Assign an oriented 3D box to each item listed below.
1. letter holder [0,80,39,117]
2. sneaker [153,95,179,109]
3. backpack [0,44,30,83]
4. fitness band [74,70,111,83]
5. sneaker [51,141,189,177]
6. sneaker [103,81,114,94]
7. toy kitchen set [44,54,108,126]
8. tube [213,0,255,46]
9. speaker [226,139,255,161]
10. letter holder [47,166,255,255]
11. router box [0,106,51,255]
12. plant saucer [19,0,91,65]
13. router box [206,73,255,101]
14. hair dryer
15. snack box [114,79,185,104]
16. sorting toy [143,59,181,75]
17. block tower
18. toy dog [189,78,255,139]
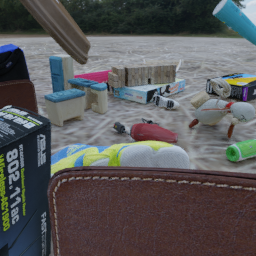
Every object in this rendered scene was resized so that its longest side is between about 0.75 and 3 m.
[{"bbox_3d":[-2.971,-0.018,5.401,1.202,1.699,2.391,9,24,21],"label":"letter holder"},{"bbox_3d":[1.264,-0.855,9.438,0.420,0.389,1.035,-2,21,-42],"label":"sneaker"},{"bbox_3d":[-4.907,-1.829,9.896,2.304,1.873,1.934,-26,34,-32],"label":"backpack"},{"bbox_3d":[-1.170,-2.071,11.456,2.671,0.500,1.919,-8,7,8],"label":"fitness band"},{"bbox_3d":[-0.302,0.567,4.918,2.571,0.974,1.351,-6,22,-13],"label":"sneaker"},{"bbox_3d":[-0.578,-1.737,11.426,0.670,0.621,1.654,2,15,37],"label":"sneaker"},{"bbox_3d":[-2.159,-1.340,8.905,2.700,1.591,2.163,18,28,40],"label":"toy kitchen set"},{"bbox_3d":[3.347,-2.729,7.793,2.150,0.542,0.833,33,42,-13],"label":"tube"},{"bbox_3d":[2.518,0.470,5.987,0.847,0.374,0.374,-10,24,-24],"label":"speaker"},{"bbox_3d":[1.079,1.018,2.216,2.962,2.105,1.490,6,22,16],"label":"letter holder"},{"bbox_3d":[-1.420,0.931,2.655,0.606,1.952,1.462,17,27,19],"label":"router box"},{"bbox_3d":[-1.400,-2.122,4.657,0.358,2.430,2.430,-38,22,7],"label":"plant saucer"},{"bbox_3d":[4.495,-1.685,11.129,2.316,0.591,1.727,-18,28,-38],"label":"router box"},{"bbox_3d":[0.577,-0.008,7.058,1.338,0.477,1.757,-13,26,-32],"label":"hair dryer"},{"bbox_3d":[0.897,-1.583,11.004,1.549,0.494,2.666,18,28,38],"label":"snack box"},{"bbox_3d":[1.587,-2.651,12.919,1.809,0.967,1.629,1,17,3],"label":"sorting toy"},{"bbox_3d":[0.602,-2.009,10.451,2.596,0.701,0.750,-10,25,-21],"label":"block tower"},{"bbox_3d":[2.148,-0.308,7.052,1.343,0.981,2.036,42,-5,5],"label":"toy dog"}]
